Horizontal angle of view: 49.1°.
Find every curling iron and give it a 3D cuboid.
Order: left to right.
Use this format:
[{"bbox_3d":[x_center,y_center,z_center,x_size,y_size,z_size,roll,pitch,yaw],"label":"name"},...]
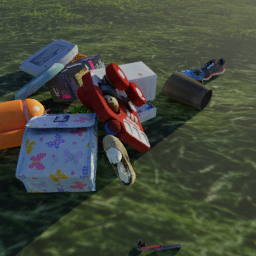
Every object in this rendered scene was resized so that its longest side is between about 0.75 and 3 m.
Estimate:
[{"bbox_3d":[0.790,3.018,7.202,1.229,0.157,0.305,0,36,0],"label":"curling iron"}]

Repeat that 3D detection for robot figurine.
[{"bbox_3d":[-4.202,-0.162,10.192,2.881,2.072,1.680,-12,82,-18],"label":"robot figurine"}]

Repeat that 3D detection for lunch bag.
[{"bbox_3d":[-2.096,0.576,8.835,2.204,1.652,2.599,0,54,0],"label":"lunch bag"}]

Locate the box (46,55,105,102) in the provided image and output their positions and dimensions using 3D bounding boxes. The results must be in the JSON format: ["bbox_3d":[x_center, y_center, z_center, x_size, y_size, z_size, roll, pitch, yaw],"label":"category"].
[{"bbox_3d":[-2.315,-2.293,12.966,1.537,1.334,2.515,3,31,41],"label":"box"}]

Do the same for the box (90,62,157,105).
[{"bbox_3d":[-0.238,-1.822,11.924,2.462,1.200,1.532,-14,39,-18],"label":"box"}]

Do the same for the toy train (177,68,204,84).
[{"bbox_3d":[2.964,-2.474,13.891,1.561,0.892,0.677,-1,37,-2],"label":"toy train"}]

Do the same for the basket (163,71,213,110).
[{"bbox_3d":[2.741,-1.634,12.583,1.789,1.216,1.613,33,42,31],"label":"basket"}]

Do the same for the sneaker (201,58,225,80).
[{"bbox_3d":[4.273,-3.221,14.866,2.231,0.913,0.860,-24,43,-28],"label":"sneaker"}]

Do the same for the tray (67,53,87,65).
[{"bbox_3d":[-2.968,-3.900,16.220,2.169,0.402,1.070,30,46,33],"label":"tray"}]

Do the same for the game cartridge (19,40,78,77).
[{"bbox_3d":[-4.304,-3.862,15.593,1.990,0.620,2.988,28,58,27],"label":"game cartridge"}]

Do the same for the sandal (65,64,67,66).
[{"bbox_3d":[-4.087,-3.824,16.119,1.528,0.376,0.622,30,46,34],"label":"sandal"}]

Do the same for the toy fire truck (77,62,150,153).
[{"bbox_3d":[-0.364,-0.601,9.649,1.656,2.954,2.481,-33,52,17],"label":"toy fire truck"}]

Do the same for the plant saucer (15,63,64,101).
[{"bbox_3d":[-4.032,-2.095,12.558,2.731,0.374,2.731,-31,21,14],"label":"plant saucer"}]

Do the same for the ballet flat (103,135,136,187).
[{"bbox_3d":[-0.224,0.932,7.613,0.556,1.577,0.515,-25,16,14],"label":"ballet flat"}]

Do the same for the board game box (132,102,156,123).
[{"bbox_3d":[-0.338,-1.010,12.279,1.763,0.483,2.793,-25,43,-29],"label":"board game box"}]

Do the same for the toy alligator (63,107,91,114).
[{"bbox_3d":[-2.119,-0.730,11.964,1.560,0.423,0.463,14,39,18],"label":"toy alligator"}]
